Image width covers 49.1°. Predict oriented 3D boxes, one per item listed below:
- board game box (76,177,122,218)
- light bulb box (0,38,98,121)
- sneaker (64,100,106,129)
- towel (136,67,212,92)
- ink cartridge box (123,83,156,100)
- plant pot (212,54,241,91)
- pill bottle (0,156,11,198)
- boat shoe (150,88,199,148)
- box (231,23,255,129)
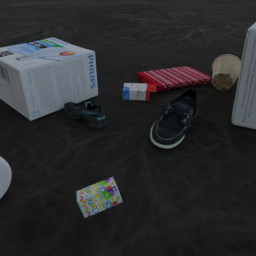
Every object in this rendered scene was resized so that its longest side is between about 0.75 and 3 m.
[{"bbox_3d":[-0.546,1.296,5.290,0.754,0.388,0.395,-22,21,-5],"label":"board game box"},{"bbox_3d":[-2.956,-1.873,9.787,2.746,1.714,2.722,-27,41,-37],"label":"light bulb box"},{"bbox_3d":[-1.347,-0.595,8.709,1.776,0.704,0.670,22,40,34],"label":"sneaker"},{"bbox_3d":[1.859,-2.044,11.436,2.631,0.296,1.903,-11,31,-21],"label":"towel"},{"bbox_3d":[0.423,-1.315,10.140,1.180,0.397,0.685,2,32,4],"label":"ink cartridge box"},{"bbox_3d":[3.732,-2.056,10.801,1.184,1.184,1.084,14,45,21],"label":"plant pot"},{"bbox_3d":[-3.589,0.745,6.033,2.162,1.213,1.213,25,40,34],"label":"pill bottle"},{"bbox_3d":[1.470,-0.415,8.112,0.985,0.874,2.635,30,42,21],"label":"boat shoe"},{"bbox_3d":[4.852,-1.666,8.286,2.520,2.941,2.927,15,34,27],"label":"box"}]
